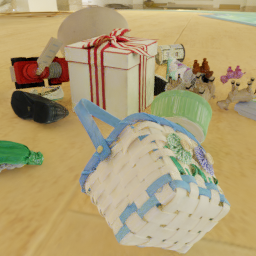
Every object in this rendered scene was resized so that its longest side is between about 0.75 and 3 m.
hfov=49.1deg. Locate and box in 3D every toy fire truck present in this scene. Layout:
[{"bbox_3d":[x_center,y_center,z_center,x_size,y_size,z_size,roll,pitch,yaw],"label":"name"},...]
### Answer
[{"bbox_3d":[-2.426,-1.963,8.704,2.081,1.339,1.832,5,14,43],"label":"toy fire truck"}]

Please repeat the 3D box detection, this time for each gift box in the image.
[{"bbox_3d":[-0.246,-1.788,8.875,2.606,2.434,2.405,10,29,20],"label":"gift box"}]

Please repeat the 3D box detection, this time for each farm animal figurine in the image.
[{"bbox_3d":[2.694,-1.187,9.167,2.245,1.184,2.270,-31,47,-20],"label":"farm animal figurine"}]

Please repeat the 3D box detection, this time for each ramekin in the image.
[{"bbox_3d":[1.196,-0.131,6.618,1.472,1.472,0.719,8,54,14],"label":"ramekin"}]

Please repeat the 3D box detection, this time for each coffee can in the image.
[{"bbox_3d":[2.118,-3.765,14.272,1.303,0.953,0.953,-9,29,-17],"label":"coffee can"}]

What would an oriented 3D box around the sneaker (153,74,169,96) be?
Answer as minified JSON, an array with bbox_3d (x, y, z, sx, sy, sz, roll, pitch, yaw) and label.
[{"bbox_3d":[0.479,-1.745,10.410,2.379,0.838,1.112,5,27,26],"label":"sneaker"}]

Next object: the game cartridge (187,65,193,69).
[{"bbox_3d":[3.126,-2.835,13.379,0.776,0.143,0.881,10,28,19],"label":"game cartridge"}]

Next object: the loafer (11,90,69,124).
[{"bbox_3d":[-2.781,-0.622,8.592,2.303,0.838,0.833,24,16,35],"label":"loafer"}]

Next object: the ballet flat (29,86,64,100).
[{"bbox_3d":[-3.042,-1.166,9.754,1.611,0.559,0.559,-16,32,-27],"label":"ballet flat"}]

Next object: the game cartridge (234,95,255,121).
[{"bbox_3d":[4.642,-0.683,8.999,2.126,0.430,1.417,-19,37,-32],"label":"game cartridge"}]

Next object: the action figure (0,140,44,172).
[{"bbox_3d":[-3.033,0.653,6.169,2.268,0.620,1.340,2,25,-11],"label":"action figure"}]

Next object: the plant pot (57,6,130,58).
[{"bbox_3d":[-1.194,-2.917,11.140,2.977,2.977,1.998,-7,64,-13],"label":"plant pot"}]

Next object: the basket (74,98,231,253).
[{"bbox_3d":[0.308,0.618,4.598,2.197,1.733,2.491,26,17,-42],"label":"basket"}]

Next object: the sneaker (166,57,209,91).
[{"bbox_3d":[2.438,-1.997,10.995,1.821,1.012,2.603,3,37,3],"label":"sneaker"}]
